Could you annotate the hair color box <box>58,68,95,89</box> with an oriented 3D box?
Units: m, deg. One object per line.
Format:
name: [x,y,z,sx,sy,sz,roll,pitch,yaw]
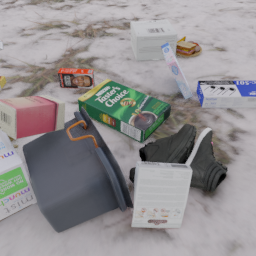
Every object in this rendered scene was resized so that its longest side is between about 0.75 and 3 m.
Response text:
hair color box: [-1.874,-1.808,10.243,1.245,0.632,0.381,2,40,3]

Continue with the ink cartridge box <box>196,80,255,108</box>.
ink cartridge box: [3.568,-1.176,9.591,2.215,0.490,1.041,0,41,0]

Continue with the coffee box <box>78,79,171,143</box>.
coffee box: [-0.148,-0.636,8.828,2.564,0.564,1.577,27,48,27]

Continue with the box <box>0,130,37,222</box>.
box: [-3.974,1.115,6.125,2.977,1.440,2.627,-24,44,-25]

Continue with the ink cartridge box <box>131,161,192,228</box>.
ink cartridge box: [0.660,1.400,5.816,1.107,1.383,0.327,4,17,-9]

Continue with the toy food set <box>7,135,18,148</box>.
toy food set: [-3.694,-0.079,8.431,1.170,0.290,1.840,-7,40,-9]

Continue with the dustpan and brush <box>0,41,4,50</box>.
dustpan and brush: [-6.531,-3.871,12.897,1.392,0.398,0.971,-14,42,-16]

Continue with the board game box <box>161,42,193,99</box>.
board game box: [1.707,-2.020,9.847,0.332,1.532,1.525,-25,36,15]

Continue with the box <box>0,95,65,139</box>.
box: [-2.013,-0.268,5.882,0.751,0.640,1.175,21,23,34]

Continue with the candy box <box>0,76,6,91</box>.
candy box: [-4.906,-1.535,10.190,0.585,0.283,1.003,0,38,1]

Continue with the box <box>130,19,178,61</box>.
box: [1.081,-3.886,12.328,1.758,1.155,1.767,-5,40,-7]

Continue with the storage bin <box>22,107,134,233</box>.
storage bin: [-1.258,0.896,6.272,1.721,1.865,2.562,-26,45,-13]

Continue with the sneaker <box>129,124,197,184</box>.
sneaker: [0.936,0.610,7.058,1.149,0.961,2.531,24,44,21]

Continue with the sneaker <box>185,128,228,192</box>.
sneaker: [2.073,0.825,7.093,0.979,0.698,1.973,20,49,20]

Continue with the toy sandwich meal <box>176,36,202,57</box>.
toy sandwich meal: [2.643,-3.663,12.527,1.472,0.504,1.472,0,42,0]
